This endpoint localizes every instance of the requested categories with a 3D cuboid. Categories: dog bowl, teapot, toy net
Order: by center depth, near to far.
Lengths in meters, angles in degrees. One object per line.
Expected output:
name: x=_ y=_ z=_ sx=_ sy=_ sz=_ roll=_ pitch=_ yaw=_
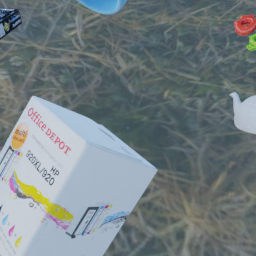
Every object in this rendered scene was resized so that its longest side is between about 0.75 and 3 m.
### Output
teapot: x=2.536 y=-0.315 z=5.314 sx=0.970 sy=0.708 sz=0.957 roll=1 pitch=19 yaw=-4
toy net: x=2.662 y=-2.227 z=5.346 sx=1.401 sy=0.516 sz=2.671 roll=-13 pitch=49 yaw=15
dog bowl: x=-1.190 y=-3.820 z=6.653 sx=2.965 sy=1.652 sz=0.735 roll=26 pitch=76 yaw=-27

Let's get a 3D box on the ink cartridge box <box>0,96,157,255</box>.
ink cartridge box: x=-0.872 y=0.814 z=3.632 sx=1.375 sy=1.351 sz=1.868 roll=35 pitch=95 yaw=41

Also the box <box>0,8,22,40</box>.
box: x=-3.379 y=-2.350 z=6.252 sx=1.544 sy=0.355 sz=1.227 roll=4 pitch=38 yaw=5
